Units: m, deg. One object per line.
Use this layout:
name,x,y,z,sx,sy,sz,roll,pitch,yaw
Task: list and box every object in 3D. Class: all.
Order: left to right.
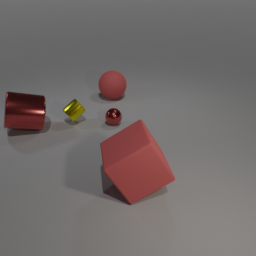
cylinder,-4.008,-0.641,10.847,1.400,1.400,1.400,4,25,-25
cylinder,-2.221,-0.737,11.573,0.700,0.700,0.700,-44,40,-6
ball,-0.770,-2.153,13.934,1.400,1.400,1.400,0,28,0
ball,-0.597,-0.472,11.575,0.700,0.700,0.700,0,28,0
cube,0.221,0.895,7.679,1.400,1.400,1.400,-31,28,7
